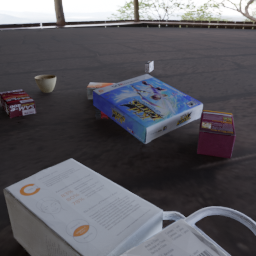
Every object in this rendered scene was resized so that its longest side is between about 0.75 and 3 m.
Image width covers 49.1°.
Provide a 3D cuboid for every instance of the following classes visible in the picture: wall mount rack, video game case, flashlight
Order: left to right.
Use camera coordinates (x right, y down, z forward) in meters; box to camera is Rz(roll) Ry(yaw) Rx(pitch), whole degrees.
[{"bbox_3d":[-0.431,-0.476,8.903,1.197,0.405,0.407,-2,23,-1],"label":"flashlight"},{"bbox_3d":[0.072,1.752,3.174,2.975,1.109,2.584,-17,32,-33],"label":"wall mount rack"},{"bbox_3d":[0.550,-0.734,8.480,2.271,0.569,2.505,-24,43,-32],"label":"video game case"}]

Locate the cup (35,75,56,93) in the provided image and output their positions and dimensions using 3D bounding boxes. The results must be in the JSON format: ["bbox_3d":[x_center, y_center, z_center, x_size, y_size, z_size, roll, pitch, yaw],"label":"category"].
[{"bbox_3d":[-3.406,-1.836,11.698,0.859,0.614,0.859,-1,24,0],"label":"cup"}]

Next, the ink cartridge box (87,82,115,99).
[{"bbox_3d":[-0.642,-1.743,11.606,1.775,0.549,2.188,1,27,2],"label":"ink cartridge box"}]

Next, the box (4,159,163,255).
[{"bbox_3d":[-0.664,1.380,3.987,1.964,0.957,1.222,21,31,38],"label":"box"}]

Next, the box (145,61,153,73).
[{"bbox_3d":[1.159,-3.346,15.265,0.259,0.503,0.863,6,26,18],"label":"box"}]

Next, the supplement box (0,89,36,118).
[{"bbox_3d":[-3.848,-0.873,9.687,0.864,0.484,1.588,-15,29,-31],"label":"supplement box"}]

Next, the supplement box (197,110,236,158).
[{"bbox_3d":[2.260,0.116,7.234,0.827,0.642,1.500,8,25,14],"label":"supplement box"}]
